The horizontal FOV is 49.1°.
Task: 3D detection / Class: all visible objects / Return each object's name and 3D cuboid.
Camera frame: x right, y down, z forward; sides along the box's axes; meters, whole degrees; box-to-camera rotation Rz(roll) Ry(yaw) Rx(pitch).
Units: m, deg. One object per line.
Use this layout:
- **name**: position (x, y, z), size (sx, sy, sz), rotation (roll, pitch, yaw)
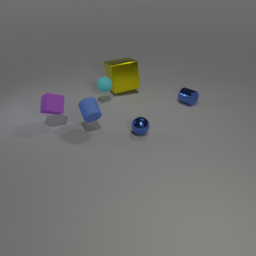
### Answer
- **cylinder**: position (-1.427, -0.684, 10.531), size (0.700, 0.700, 0.700), rotation (-14, 67, -23)
- **cube**: position (-2.948, -0.927, 10.915), size (0.700, 0.700, 0.700), rotation (6, -7, -35)
- **cube**: position (-0.322, -2.707, 14.242), size (1.400, 1.400, 1.400), rotation (-14, 25, -15)
- **cylinder**: position (2.821, -1.476, 13.092), size (0.700, 0.700, 0.700), rotation (-24, 37, -35)
- **ball**: position (0.477, -0.083, 10.696), size (0.700, 0.700, 0.700), rotation (0, 30, 0)
- **ball**: position (-1.077, -1.996, 12.843), size (0.700, 0.700, 0.700), rotation (0, 30, 0)
